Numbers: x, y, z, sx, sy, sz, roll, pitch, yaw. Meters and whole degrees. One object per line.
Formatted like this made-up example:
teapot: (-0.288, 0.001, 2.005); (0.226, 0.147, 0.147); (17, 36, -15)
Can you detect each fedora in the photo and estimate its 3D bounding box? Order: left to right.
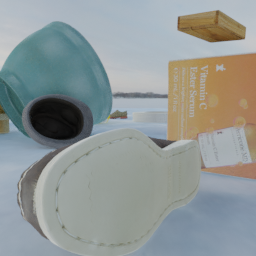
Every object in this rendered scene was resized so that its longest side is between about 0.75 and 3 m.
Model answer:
fedora: (-1.520, -0.065, 5.999); (1.434, 1.268, 0.648); (3, -26, -23)

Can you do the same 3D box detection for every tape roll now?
tape roll: (1.501, -0.557, 13.773); (2.603, 0.476, 2.603); (0, 6, 0)

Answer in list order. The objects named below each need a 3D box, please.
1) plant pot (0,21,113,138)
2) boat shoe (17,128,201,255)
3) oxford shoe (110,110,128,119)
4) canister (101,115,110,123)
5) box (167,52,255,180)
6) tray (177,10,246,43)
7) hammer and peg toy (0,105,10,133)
plant pot: (-2.140, -0.952, 7.285); (1.991, 2.971, 2.971); (-37, 26, -31)
boat shoe: (-0.008, 0.365, 2.130); (0.612, 0.739, 2.057); (1, 1, 30)
oxford shoe: (-0.717, -0.800, 16.185); (1.395, 0.522, 0.491); (-1, 5, -7)
canister: (-2.198, -0.669, 12.016); (2.412, 1.044, 1.791); (-3, 6, -43)
box: (1.588, -0.170, 3.637); (1.950, 1.485, 1.037); (3, 5, 37)
tray: (2.199, -2.533, 7.177); (1.009, 0.379, 2.046); (8, 11, 38)
hammer and peg toy: (-4.846, -0.289, 7.500); (2.167, 1.039, 2.946); (2, 5, 20)
